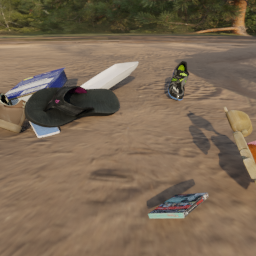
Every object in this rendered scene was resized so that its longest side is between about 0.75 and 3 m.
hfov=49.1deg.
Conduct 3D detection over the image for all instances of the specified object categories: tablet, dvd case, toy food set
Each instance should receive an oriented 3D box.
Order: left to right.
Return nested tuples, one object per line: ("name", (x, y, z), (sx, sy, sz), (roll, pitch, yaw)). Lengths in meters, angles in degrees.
("tablet", (-2.090, -0.054, 6.952), (0.545, 0.057, 0.837), (-15, 40, -28))
("dvd case", (0.717, 1.073, 3.902), (0.560, 0.084, 0.767), (-16, 0, 39))
("toy food set", (2.027, 0.374, 4.525), (0.322, 1.298, 2.042), (-25, 22, 21))

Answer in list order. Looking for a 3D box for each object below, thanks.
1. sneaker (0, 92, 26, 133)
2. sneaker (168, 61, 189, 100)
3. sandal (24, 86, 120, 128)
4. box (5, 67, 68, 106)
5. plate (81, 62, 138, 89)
("sneaker", (-3.399, -0.519, 7.031), (2.183, 0.824, 0.769), (18, -11, 19))
("sneaker", (1.700, -1.600, 9.329), (0.540, 0.632, 1.524), (14, 63, -2))
("sandal", (-1.304, -0.721, 7.233), (2.766, 1.040, 0.662), (-14, -16, -41))
("box", (-2.986, -1.277, 9.061), (1.731, 0.463, 2.858), (-15, 24, 6))
("plate", (-0.715, -1.773, 10.071), (1.888, 0.305, 1.884), (-36, 24, -18))
